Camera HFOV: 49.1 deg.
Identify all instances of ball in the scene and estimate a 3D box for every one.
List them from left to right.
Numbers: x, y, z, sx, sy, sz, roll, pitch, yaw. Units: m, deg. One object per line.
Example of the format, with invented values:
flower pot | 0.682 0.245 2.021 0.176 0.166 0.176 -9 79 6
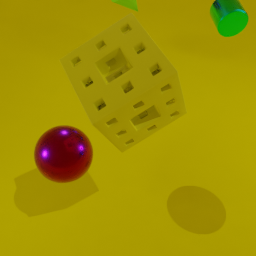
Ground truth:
ball | -1.231 0.502 5.407 1.114 1.114 1.114 0 47 0

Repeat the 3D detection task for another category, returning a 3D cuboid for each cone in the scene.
cone | 0.075 -4.187 9.278 0.906 0.909 0.906 -24 47 29

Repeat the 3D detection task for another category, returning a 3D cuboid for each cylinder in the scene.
cylinder | 2.852 -3.187 7.953 0.851 0.851 0.851 -4 54 -4

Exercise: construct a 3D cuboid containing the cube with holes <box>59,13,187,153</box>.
cube with holes | -0.022 -0.615 4.264 1.241 1.241 1.241 -32 63 3
